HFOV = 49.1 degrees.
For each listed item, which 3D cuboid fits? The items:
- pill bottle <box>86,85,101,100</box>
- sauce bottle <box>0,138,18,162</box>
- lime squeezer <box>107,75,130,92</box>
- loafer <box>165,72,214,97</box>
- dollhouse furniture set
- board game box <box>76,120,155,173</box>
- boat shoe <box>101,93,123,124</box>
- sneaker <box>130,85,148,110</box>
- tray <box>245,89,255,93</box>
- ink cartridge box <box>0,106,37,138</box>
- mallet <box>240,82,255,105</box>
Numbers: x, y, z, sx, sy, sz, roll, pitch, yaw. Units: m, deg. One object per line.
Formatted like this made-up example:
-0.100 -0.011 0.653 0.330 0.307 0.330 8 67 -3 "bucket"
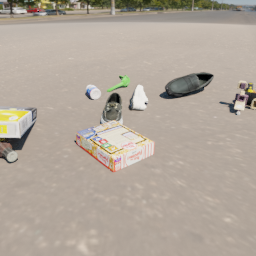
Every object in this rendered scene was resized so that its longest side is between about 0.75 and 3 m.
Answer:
-1.648 -1.703 13.091 0.520 0.520 0.927 -11 27 -21 "pill bottle"
-3.830 0.558 8.441 1.583 0.523 0.523 21 33 39 "sauce bottle"
-0.302 -2.415 14.818 0.927 0.495 2.624 -25 19 22 "lime squeezer"
2.913 -2.135 13.197 2.760 0.937 0.969 -18 -9 -31 "loafer"
5.083 -0.998 11.185 1.614 1.279 1.145 13 44 19 "dollhouse furniture set"
-0.437 0.464 8.675 1.549 0.473 2.045 -19 32 -34 "board game box"
-0.606 -0.707 10.850 0.822 0.678 2.394 0 26 1 "boat shoe"
0.516 -1.266 12.123 0.719 0.615 1.651 18 43 -6 "sneaker"
5.920 -1.667 13.437 0.412 0.155 0.836 3 27 8 "tray"
-4.697 -0.275 9.118 2.913 0.685 2.879 3 13 -10 "ink cartridge box"
5.822 -1.670 13.007 0.894 0.559 2.716 13 28 27 "mallet"
